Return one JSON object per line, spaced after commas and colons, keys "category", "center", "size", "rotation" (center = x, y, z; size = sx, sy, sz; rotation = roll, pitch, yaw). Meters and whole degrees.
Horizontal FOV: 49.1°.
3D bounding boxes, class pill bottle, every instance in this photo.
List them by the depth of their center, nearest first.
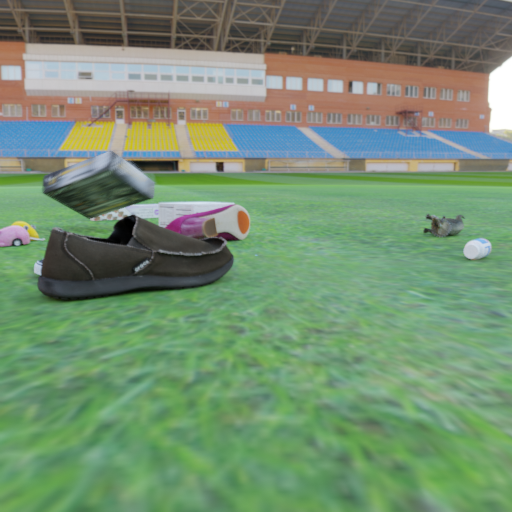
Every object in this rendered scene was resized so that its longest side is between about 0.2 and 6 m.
{"category": "pill bottle", "center": [3.901, -0.112, 9.916], "size": [0.347, 0.347, 0.618], "rotation": [7, 11, 39]}

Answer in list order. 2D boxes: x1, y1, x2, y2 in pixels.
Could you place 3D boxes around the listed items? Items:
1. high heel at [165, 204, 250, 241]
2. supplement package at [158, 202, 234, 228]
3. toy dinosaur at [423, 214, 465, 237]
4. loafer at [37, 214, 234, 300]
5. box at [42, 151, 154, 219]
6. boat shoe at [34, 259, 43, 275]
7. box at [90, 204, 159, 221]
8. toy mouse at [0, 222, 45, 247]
{"category": "high heel", "center": [-1.042, -0.669, 12.175], "size": [1.174, 0.823, 2.442], "rotation": [-4, 2, 26]}
{"category": "supplement package", "center": [-1.347, -0.829, 12.856], "size": [1.105, 0.787, 1.419], "rotation": [6, 9, 37]}
{"category": "toy dinosaur", "center": [4.517, -0.685, 13.285], "size": [1.594, 0.613, 0.815], "rotation": [2, 20, -35]}
{"category": "loafer", "center": [-1.480, -0.064, 7.538], "size": [2.792, 0.996, 1.019], "rotation": [-7, 12, -39]}
{"category": "box", "center": [-3.958, -1.738, 14.168], "size": [2.174, 0.525, 1.722], "rotation": [-14, -25, 23]}
{"category": "boat shoe", "center": [-2.464, 0.033, 8.333], "size": [1.641, 0.556, 0.589], "rotation": [0, 9, 1]}
{"category": "box", "center": [-4.039, -1.352, 17.393], "size": [2.178, 0.421, 0.451], "rotation": [-5, 11, -30]}
{"category": "toy mouse", "center": [-5.479, -0.454, 11.838], "size": [2.109, 0.408, 1.874], "rotation": [7, 11, 36]}
